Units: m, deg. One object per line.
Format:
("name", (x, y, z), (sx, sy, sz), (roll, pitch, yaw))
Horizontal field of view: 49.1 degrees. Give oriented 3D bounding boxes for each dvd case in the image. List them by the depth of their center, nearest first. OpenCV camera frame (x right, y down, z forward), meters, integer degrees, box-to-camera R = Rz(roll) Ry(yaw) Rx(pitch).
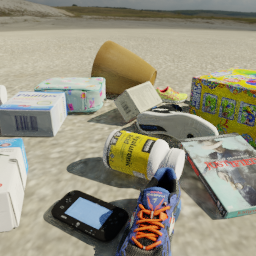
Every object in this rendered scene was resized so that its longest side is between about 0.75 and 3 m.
("dvd case", (2.577, 1.008, 6.922), (1.886, 0.284, 2.583), (-5, 32, -12))

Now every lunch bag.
("lunch bag", (-2.282, -1.458, 11.818), (2.826, 1.089, 2.267), (1, 22, 2))

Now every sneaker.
("sneaker", (0.414, 1.614, 5.077), (0.996, 1.037, 2.644), (5, 25, 13))
("sneaker", (1.802, -0.284, 9.301), (2.747, 1.004, 1.537), (14, 29, 31))
("sneaker", (1.902, -1.503, 12.406), (1.528, 0.690, 0.597), (0, 23, -4))

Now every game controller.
("game controller", (-0.785, 1.744, 5.652), (1.574, 0.331, 0.821), (14, 27, 29))

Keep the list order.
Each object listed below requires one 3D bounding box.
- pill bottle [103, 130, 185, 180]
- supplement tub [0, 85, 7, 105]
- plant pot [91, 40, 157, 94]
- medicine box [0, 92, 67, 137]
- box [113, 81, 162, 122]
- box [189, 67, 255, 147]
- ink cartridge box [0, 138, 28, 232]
("pill bottle", (0.407, 0.721, 7.049), (1.888, 1.051, 1.051), (12, 27, 24))
("supplement tub", (-5.887, -1.348, 11.699), (1.369, 0.993, 0.993), (-2, 24, -6))
("plant pot", (-0.051, -2.553, 13.165), (2.591, 2.415, 2.415), (22, 30, 14))
("medicine box", (-3.266, -0.545, 9.892), (1.782, 1.007, 1.956), (1, 25, 1))
("box", (0.390, -1.009, 10.621), (0.849, 0.997, 1.559), (-35, -5, 42))
("box", (4.133, -0.915, 9.833), (2.855, 1.742, 2.750), (-19, 29, -36))
("ink cartridge box", (-3.185, 1.188, 6.118), (1.649, 0.952, 2.259), (-6, 25, -13))
